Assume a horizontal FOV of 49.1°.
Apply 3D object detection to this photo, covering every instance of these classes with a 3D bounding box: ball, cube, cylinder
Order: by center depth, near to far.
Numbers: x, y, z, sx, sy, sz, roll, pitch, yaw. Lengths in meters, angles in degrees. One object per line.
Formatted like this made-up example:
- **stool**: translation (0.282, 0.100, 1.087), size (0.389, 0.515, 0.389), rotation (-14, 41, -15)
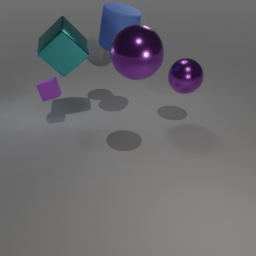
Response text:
- **ball**: translation (0.237, -1.960, 7.326), size (1.400, 1.400, 1.400), rotation (0, 29, 0)
- **cylinder**: translation (-0.321, -3.709, 10.400), size (1.400, 1.400, 1.400), rotation (9, 37, -7)
- **cube**: translation (-2.511, -3.159, 10.902), size (1.400, 1.400, 1.400), rotation (-35, 40, 19)
- **cube**: translation (-3.128, -1.546, 11.160), size (0.700, 0.700, 0.700), rotation (-17, 21, 1)
- **ball**: translation (2.294, -2.063, 11.171), size (1.400, 1.400, 1.400), rotation (0, 29, 0)
- **ball**: translation (-1.244, -3.482, 12.609), size (1.400, 1.400, 1.400), rotation (0, 29, 0)
